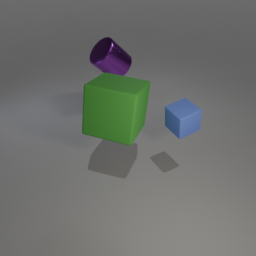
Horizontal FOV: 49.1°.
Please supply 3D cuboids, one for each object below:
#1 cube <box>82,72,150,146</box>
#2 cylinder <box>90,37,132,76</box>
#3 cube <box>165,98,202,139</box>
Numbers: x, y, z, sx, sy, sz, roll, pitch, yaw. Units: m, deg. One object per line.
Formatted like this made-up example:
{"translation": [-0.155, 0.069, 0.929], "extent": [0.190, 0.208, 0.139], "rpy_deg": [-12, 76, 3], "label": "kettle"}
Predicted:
{"translation": [-0.302, -0.568, 7.592], "extent": [1.400, 1.400, 1.400], "rpy_deg": [13, 27, 13], "label": "cube"}
{"translation": [-0.780, -3.138, 12.729], "extent": [1.400, 1.400, 1.400], "rpy_deg": [31, 7, -43], "label": "cylinder"}
{"translation": [1.471, -0.263, 7.527], "extent": [0.700, 0.700, 0.700], "rpy_deg": [-23, 44, -18], "label": "cube"}
